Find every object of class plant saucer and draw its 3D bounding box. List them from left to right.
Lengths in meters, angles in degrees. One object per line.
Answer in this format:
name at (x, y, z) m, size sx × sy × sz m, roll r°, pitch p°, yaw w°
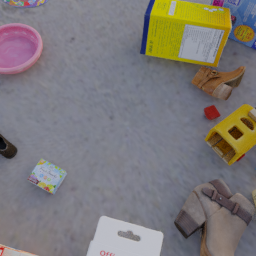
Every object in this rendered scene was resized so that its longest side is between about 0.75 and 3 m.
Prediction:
plant saucer at (-4.216, -2.823, 10.248) m, size 2.250 × 0.570 × 2.250 m, roll 0°, pitch 64°, yaw 1°

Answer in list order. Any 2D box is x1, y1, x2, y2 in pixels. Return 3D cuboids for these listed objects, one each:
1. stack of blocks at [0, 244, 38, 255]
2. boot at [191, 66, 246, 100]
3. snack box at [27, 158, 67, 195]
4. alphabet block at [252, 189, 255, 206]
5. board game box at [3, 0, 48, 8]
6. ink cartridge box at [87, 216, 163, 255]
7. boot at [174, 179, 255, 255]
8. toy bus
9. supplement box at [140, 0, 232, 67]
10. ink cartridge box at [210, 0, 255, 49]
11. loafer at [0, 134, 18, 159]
stack of blocks at (-3.117, 3.217, 6.593) m, size 2.887 × 1.662 × 0.846 m, roll 14°, pitch 64°, yaw 6°
boot at (3.176, -1.787, 9.765) m, size 1.376 × 0.680 × 1.772 m, roll 32°, pitch 67°, yaw 25°
snack box at (-2.372, 1.425, 8.259) m, size 0.877 × 0.297 × 0.739 m, roll 26°, pitch 67°, yaw 11°
alphabet block at (4.129, 2.036, 7.542) m, size 1.009 × 1.033 × 1.015 m, roll -2°, pitch 64°, yaw -2°
board game box at (-4.270, -6.304, 12.028) m, size 2.112 × 0.521 × 2.673 m, roll 11°, pitch 64°, yaw 6°
ink cartridge box at (-0.293, 3.834, 6.643) m, size 1.751 × 1.007 × 2.990 m, roll 14°, pitch 64°, yaw 7°
boot at (2.595, 2.690, 7.309) m, size 1.970 × 0.946 × 2.694 m, roll -32°, pitch 71°, yaw -20°
toy bus at (3.595, -0.051, 8.452) m, size 2.343 × 1.283 × 2.483 m, roll 6°, pitch 64°, yaw 3°
supplement box at (1.964, -3.378, 9.797) m, size 2.791 × 1.519 × 1.528 m, roll 12°, pitch 48°, yaw 5°
ink cartridge box at (4.430, -4.124, 10.120) m, size 2.855 × 1.948 × 1.090 m, roll 28°, pitch 67°, yaw 13°
loafer at (-4.137, 0.338, 8.649) m, size 1.616 × 0.576 × 0.590 m, roll 26°, pitch 66°, yaw 12°
